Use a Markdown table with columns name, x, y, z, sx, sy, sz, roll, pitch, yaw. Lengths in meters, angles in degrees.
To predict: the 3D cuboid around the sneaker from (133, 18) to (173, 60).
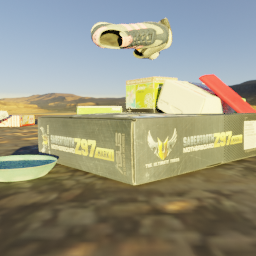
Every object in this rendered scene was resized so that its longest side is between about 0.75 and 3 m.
| name | x | y | z | sx | sy | sz | roll | pitch | yaw |
| --- | --- | --- | --- | --- | --- | --- | --- | --- | --- |
| sneaker | 1.112 | -3.907 | 12.797 | 1.152 | 1.074 | 2.907 | -14 | -10 | -22 |

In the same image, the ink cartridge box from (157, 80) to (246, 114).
| name | x | y | z | sx | sy | sz | roll | pitch | yaw |
| --- | --- | --- | --- | --- | --- | --- | --- | --- | --- |
| ink cartridge box | 2.984 | -0.989 | 11.404 | 2.924 | 1.279 | 2.124 | -5 | 28 | -39 |

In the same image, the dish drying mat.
| name | x | y | z | sx | sy | sz | roll | pitch | yaw |
| --- | --- | --- | --- | --- | --- | --- | --- | --- | --- |
| dish drying mat | 3.856 | -1.007 | 10.274 | 1.089 | 0.258 | 2.835 | -12 | 53 | -45 |

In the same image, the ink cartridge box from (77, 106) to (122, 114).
| name | x | y | z | sx | sy | sz | roll | pitch | yaw |
| --- | --- | --- | --- | --- | --- | --- | --- | --- | --- |
| ink cartridge box | -0.971 | -0.379 | 9.921 | 1.610 | 0.825 | 2.178 | -1 | 3 | -12 |

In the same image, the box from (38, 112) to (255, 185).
| name | x | y | z | sx | sy | sz | roll | pitch | yaw |
| --- | --- | --- | --- | --- | --- | --- | --- | --- | --- |
| box | 0.321 | 0.097 | 3.671 | 2.383 | 0.608 | 1.879 | -3 | 4 | -40 |

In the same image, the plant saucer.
| name | x | y | z | sx | sy | sz | roll | pitch | yaw |
| --- | --- | --- | --- | --- | --- | --- | --- | --- | --- |
| plant saucer | -1.093 | 0.393 | 2.746 | 0.784 | 0.141 | 0.784 | 0 | 4 | 0 |

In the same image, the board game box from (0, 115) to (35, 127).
| name | x | y | z | sx | sy | sz | roll | pitch | yaw |
| --- | --- | --- | --- | --- | --- | --- | --- | --- | --- |
| board game box | -5.091 | -0.335 | 12.144 | 1.518 | 0.464 | 2.003 | 0 | 3 | -2 |

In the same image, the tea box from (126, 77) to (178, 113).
| name | x | y | z | sx | sy | sz | roll | pitch | yaw |
| --- | --- | --- | --- | --- | --- | --- | --- | --- | --- |
| tea box | 1.062 | -1.216 | 12.962 | 1.444 | 2.127 | 2.162 | -3 | 4 | -34 |

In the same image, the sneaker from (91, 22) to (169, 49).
| name | x | y | z | sx | sy | sz | roll | pitch | yaw |
| --- | --- | --- | --- | --- | --- | --- | --- | --- | --- |
| sneaker | 0.127 | -2.888 | 9.087 | 2.632 | 0.923 | 1.080 | -4 | 34 | -5 |

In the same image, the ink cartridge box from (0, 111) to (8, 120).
| name | x | y | z | sx | sy | sz | roll | pitch | yaw |
| --- | --- | --- | --- | --- | --- | --- | --- | --- | --- |
| ink cartridge box | -5.300 | -0.325 | 10.589 | 1.175 | 0.255 | 1.154 | 4 | 29 | 46 |
